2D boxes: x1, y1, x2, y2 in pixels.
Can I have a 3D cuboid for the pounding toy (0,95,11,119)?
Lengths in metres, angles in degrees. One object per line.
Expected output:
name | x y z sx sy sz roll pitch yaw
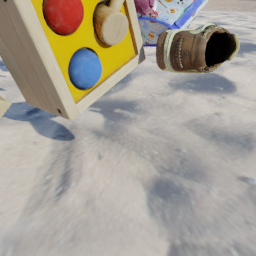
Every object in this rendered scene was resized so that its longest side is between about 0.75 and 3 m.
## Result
pounding toy | -2.369 -0.383 4.114 0.804 0.621 0.873 37 -1 -3

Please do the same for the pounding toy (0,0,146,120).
pounding toy | -0.626 -1.793 4.324 1.774 2.297 2.496 20 51 37

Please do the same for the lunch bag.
lunch bag | 1.230 -3.404 8.446 1.849 1.347 2.175 -51 33 -12

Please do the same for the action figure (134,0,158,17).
action figure | 0.207 -2.681 5.563 0.941 1.405 1.046 -18 47 36

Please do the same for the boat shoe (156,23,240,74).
boat shoe | 1.678 -1.506 5.517 1.025 1.023 2.770 12 27 36
